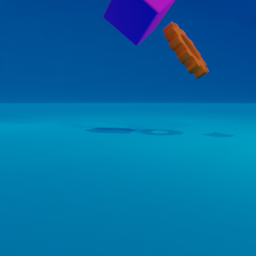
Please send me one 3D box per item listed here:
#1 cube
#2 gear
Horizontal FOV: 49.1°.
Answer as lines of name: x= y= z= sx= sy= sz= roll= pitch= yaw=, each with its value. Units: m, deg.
cube: x=0.267 y=-2.803 z=6.480 sx=1.053 sy=1.053 sz=1.053 roll=-53 pitch=4 yaw=-40
gear: x=1.366 y=-1.820 z=6.589 sx=0.263 sy=1.422 sz=1.422 roll=-35 pitch=-12 yaw=27
